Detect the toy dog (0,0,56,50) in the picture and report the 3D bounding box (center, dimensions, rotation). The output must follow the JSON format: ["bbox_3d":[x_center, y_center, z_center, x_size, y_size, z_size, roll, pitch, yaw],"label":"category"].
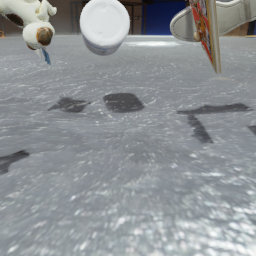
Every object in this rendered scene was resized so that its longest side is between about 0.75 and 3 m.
[{"bbox_3d":[-2.796,-3.148,7.985,1.235,1.771,1.717,-16,24,38],"label":"toy dog"}]

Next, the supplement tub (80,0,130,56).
[{"bbox_3d":[-0.765,-3.096,8.866,1.435,1.435,2.175,-3,8,-8],"label":"supplement tub"}]

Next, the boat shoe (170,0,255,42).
[{"bbox_3d":[2.514,-3.208,7.606,2.958,1.075,0.928,-18,44,6],"label":"boat shoe"}]

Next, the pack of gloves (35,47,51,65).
[{"bbox_3d":[-2.980,-2.862,9.721,0.249,1.260,1.059,-37,67,-23],"label":"pack of gloves"}]

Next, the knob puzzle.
[{"bbox_3d":[1.411,-2.578,5.926,0.350,2.526,2.526,-16,20,11],"label":"knob puzzle"}]
